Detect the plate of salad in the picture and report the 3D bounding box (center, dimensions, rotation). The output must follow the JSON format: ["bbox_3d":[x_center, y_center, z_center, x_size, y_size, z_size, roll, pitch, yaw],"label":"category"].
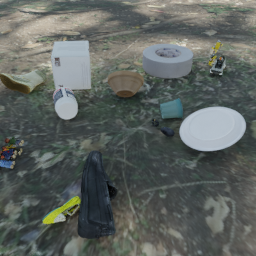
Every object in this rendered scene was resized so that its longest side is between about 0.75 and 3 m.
[{"bbox_3d":[3.003,0.053,10.037,2.271,0.546,2.271,-15,38,12],"label":"plate of salad"}]

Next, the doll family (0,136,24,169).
[{"bbox_3d":[-4.072,0.858,9.444,0.745,0.506,1.289,9,40,3],"label":"doll family"}]

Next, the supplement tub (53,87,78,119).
[{"bbox_3d":[-2.595,-1.036,11.615,0.909,0.909,1.295,-11,38,-14],"label":"supplement tub"}]

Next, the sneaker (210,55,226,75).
[{"bbox_3d":[4.811,-3.332,14.906,0.641,0.688,1.735,17,41,19],"label":"sneaker"}]

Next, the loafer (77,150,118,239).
[{"bbox_3d":[-0.816,1.767,7.899,1.022,0.989,2.912,8,35,-10],"label":"loafer"}]

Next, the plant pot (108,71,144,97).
[{"bbox_3d":[-0.118,-1.874,12.581,1.639,1.639,0.757,2,75,2],"label":"plant pot"}]

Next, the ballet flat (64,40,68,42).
[{"bbox_3d":[-3.908,-5.056,17.359,0.568,0.568,1.531,-3,37,-4],"label":"ballet flat"}]

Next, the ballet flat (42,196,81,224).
[{"bbox_3d":[-1.733,2.291,7.625,0.393,0.392,1.173,40,49,24],"label":"ballet flat"}]

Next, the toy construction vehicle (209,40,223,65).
[{"bbox_3d":[4.930,-4.203,15.722,0.457,1.131,1.299,26,41,20],"label":"toy construction vehicle"}]

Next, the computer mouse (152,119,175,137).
[{"bbox_3d":[1.310,-0.056,10.646,0.390,0.227,1.331,-22,37,-22],"label":"computer mouse"}]

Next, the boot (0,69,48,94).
[{"bbox_3d":[-5.091,-2.422,13.676,1.913,0.689,1.479,22,42,18],"label":"boot"}]

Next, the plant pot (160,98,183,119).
[{"bbox_3d":[1.752,-0.744,11.398,0.800,0.817,0.817,-10,37,0],"label":"plant pot"}]

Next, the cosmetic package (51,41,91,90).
[{"bbox_3d":[-2.714,-3.082,13.682,1.722,1.720,2.087,-4,38,-7],"label":"cosmetic package"}]

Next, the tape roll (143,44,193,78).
[{"bbox_3d":[2.132,-3.679,15.193,2.682,0.886,2.682,-1,37,0],"label":"tape roll"}]
